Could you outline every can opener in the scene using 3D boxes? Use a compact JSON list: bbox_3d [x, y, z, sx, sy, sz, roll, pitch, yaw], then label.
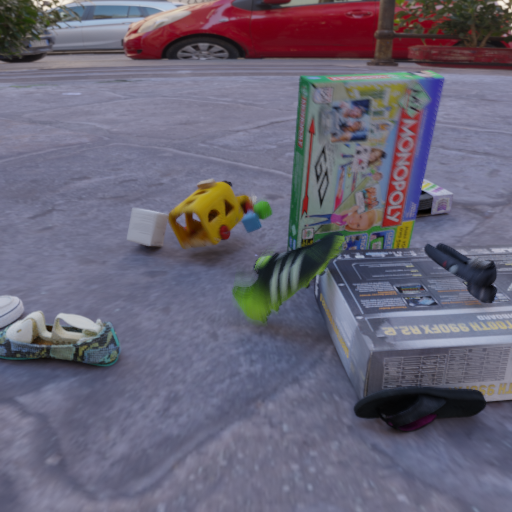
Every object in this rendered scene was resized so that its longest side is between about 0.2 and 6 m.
[{"bbox_3d":[2.884,0.134,8.057,0.481,0.596,1.516,3,22,-21],"label":"can opener"}]

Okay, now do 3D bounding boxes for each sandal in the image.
[{"bbox_3d":[2.028,1.886,6.827,1.635,0.615,0.391,-1,45,-3],"label":"sandal"}]

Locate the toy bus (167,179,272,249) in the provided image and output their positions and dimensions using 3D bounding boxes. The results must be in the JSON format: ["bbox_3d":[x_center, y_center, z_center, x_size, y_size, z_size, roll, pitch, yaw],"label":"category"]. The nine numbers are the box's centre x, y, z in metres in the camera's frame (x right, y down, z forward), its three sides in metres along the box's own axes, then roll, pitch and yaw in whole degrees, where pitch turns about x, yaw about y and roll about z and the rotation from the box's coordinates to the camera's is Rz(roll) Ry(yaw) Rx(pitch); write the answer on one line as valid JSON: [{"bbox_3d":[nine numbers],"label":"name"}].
[{"bbox_3d":[-0.878,-1.042,11.702,1.984,1.086,2.102,-27,23,-4],"label":"toy bus"}]

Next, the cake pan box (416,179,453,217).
[{"bbox_3d":[3.578,-1.560,14.419,2.082,0.591,2.261,-8,25,-12],"label":"cake pan box"}]

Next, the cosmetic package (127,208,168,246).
[{"bbox_3d":[-2.291,-0.606,11.857,0.586,0.704,0.589,12,4,17],"label":"cosmetic package"}]

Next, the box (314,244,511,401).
[{"bbox_3d":[3.130,0.866,8.546,3.955,0.956,3.132,-3,24,-6],"label":"box"}]

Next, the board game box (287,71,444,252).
[{"bbox_3d":[1.880,-1.415,10.252,2.486,3.695,0.538,-8,32,-15],"label":"board game box"}]

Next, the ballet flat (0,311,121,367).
[{"bbox_3d":[-3.008,1.146,8.266,2.081,0.773,0.773,2,24,5],"label":"ballet flat"}]

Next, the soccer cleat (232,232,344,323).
[{"bbox_3d":[0.472,0.208,8.710,2.002,0.811,0.676,-41,4,15],"label":"soccer cleat"}]

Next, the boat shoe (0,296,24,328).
[{"bbox_3d":[-4.796,0.891,8.850,2.056,0.676,0.740,-12,27,-25],"label":"boat shoe"}]
